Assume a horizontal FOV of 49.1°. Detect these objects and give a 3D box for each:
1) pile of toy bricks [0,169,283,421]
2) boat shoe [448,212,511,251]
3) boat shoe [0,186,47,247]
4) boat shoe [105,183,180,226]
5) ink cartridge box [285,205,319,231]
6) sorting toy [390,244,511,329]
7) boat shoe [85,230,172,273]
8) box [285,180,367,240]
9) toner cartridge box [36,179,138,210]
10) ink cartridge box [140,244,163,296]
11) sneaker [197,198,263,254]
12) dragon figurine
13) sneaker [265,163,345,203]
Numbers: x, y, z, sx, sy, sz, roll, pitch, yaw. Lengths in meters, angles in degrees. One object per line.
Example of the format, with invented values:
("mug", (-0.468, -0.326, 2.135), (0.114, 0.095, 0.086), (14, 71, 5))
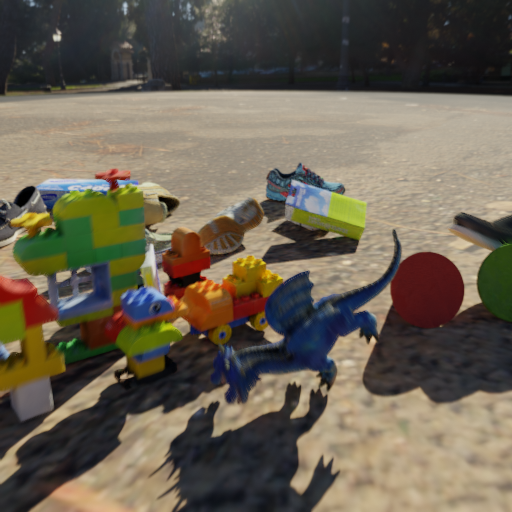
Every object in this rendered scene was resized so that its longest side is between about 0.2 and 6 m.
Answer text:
("pile of toy bricks", (-1.894, 0.088, 7.091), (4.688, 2.314, 2.601), (-14, 25, -36))
("boat shoe", (4.401, -0.421, 9.106), (2.963, 1.002, 1.064), (8, 12, -21))
("boat shoe", (-5.309, -0.813, 11.653), (0.967, 0.834, 2.661), (4, 21, 11))
("boat shoe", (-2.451, -1.049, 12.260), (1.049, 0.987, 2.754), (17, 24, 10))
("ink cartridge box", (1.230, -0.933, 12.564), (0.718, 0.413, 0.984), (-14, 25, -33))
("sorting toy", (3.500, 0.431, 8.585), (3.296, 1.143, 1.135), (-4, -2, -6))
("boat shoe", (-2.177, -0.180, 10.282), (2.010, 0.623, 0.724), (-15, 25, -34))
("box", (1.450, -0.970, 11.771), (1.686, 0.402, 1.028), (17, 39, 1))
("toner cartridge box", (-4.235, -1.541, 14.036), (2.365, 0.510, 1.123), (1, 21, 3))
("ink cartridge box", (-1.552, 0.399, 8.381), (0.214, 0.909, 0.899), (-9, 22, -8))
("sneaker", (-0.650, -0.492, 11.268), (0.859, 0.741, 1.960), (-18, 12, 41))
("dragon figurine", (0.628, 0.715, 6.183), (1.310, 2.636, 0.776), (29, 17, -43))
("sneaker", (1.258, -1.857, 14.213), (2.042, 0.976, 0.810), (0, 21, 1))
